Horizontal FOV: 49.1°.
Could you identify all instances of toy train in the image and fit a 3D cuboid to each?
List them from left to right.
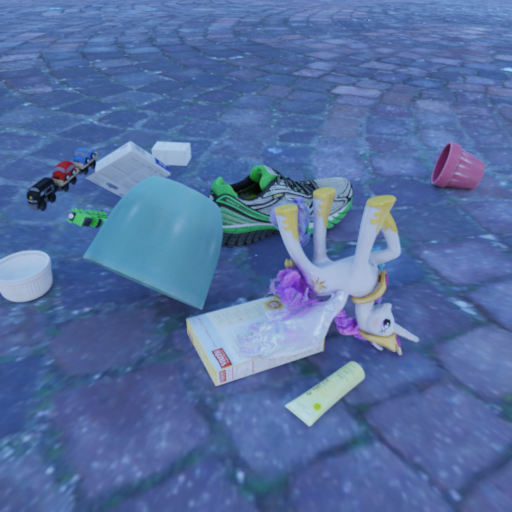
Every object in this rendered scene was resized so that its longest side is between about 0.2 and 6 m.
[{"bbox_3d":[-3.471,-1.468,10.125,0.350,0.470,2.053,10,36,13],"label":"toy train"},{"bbox_3d":[-2.810,-0.624,9.658,0.356,0.264,1.263,26,6,10],"label":"toy train"}]

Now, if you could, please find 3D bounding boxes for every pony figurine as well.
[{"bbox_3d":[1.029,0.383,8.313,2.542,2.633,2.193,-3,26,18],"label":"pony figurine"}]

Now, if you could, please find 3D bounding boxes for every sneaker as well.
[{"bbox_3d":[0.576,-1.167,11.462,3.254,1.386,1.270,-13,35,-20],"label":"sneaker"}]

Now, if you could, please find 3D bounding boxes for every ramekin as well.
[{"bbox_3d":[-4.059,0.376,9.818,0.986,0.517,0.986,-3,32,2],"label":"ramekin"}]

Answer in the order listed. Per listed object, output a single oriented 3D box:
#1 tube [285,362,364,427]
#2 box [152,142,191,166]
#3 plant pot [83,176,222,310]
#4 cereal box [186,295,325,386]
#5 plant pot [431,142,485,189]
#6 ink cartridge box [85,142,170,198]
[{"bbox_3d":[0.999,1.887,7.738,1.213,0.315,0.352,-28,0,-31],"label":"tube"},{"bbox_3d":[-2.214,-2.677,14.678,0.894,0.436,0.556,4,32,7],"label":"box"},{"bbox_3d":[-1.462,-0.281,8.978,2.033,2.033,1.632,20,81,28],"label":"plant pot"},{"bbox_3d":[-0.033,1.228,8.678,1.803,0.356,1.297,-14,35,-20],"label":"cereal box"},{"bbox_3d":[4.814,-2.049,13.274,0.943,1.054,1.054,19,35,1],"label":"plant pot"},{"bbox_3d":[-2.742,-1.798,12.003,1.308,1.284,0.283,-24,64,21],"label":"ink cartridge box"}]
